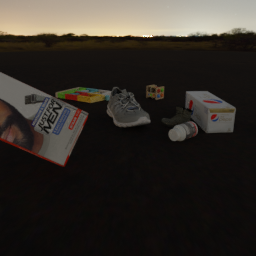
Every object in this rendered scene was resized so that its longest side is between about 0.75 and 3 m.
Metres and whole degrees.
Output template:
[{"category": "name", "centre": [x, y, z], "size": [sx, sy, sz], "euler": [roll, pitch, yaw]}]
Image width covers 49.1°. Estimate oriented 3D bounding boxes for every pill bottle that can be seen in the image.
[{"category": "pill bottle", "centre": [1.490, 0.104, 7.624], "size": [0.805, 0.446, 0.446], "euler": [-15, 24, -39]}]

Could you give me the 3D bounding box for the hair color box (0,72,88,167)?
[{"category": "hair color box", "centre": [-2.088, -0.184, 5.828], "size": [2.205, 1.223, 0.705], "euler": [24, -15, -6]}]

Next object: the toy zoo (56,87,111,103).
[{"category": "toy zoo", "centre": [-1.821, -1.490, 12.574], "size": [2.408, 0.246, 1.580], "euler": [11, 22, 31]}]

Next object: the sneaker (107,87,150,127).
[{"category": "sneaker", "centre": [-0.122, -0.711, 9.080], "size": [0.947, 1.039, 2.534], "euler": [-9, 21, -25]}]

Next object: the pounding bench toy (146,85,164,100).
[{"category": "pounding bench toy", "centre": [1.345, -1.626, 12.536], "size": [0.862, 0.536, 0.673], "euler": [-18, 26, -41]}]

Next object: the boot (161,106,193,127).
[{"category": "boot", "centre": [1.507, -0.366, 8.581], "size": [0.370, 0.715, 1.094], "euler": [-18, 26, -42]}]

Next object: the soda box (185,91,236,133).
[{"category": "soda box", "centre": [2.587, -0.601, 9.170], "size": [0.834, 0.780, 2.449], "euler": [-1, 20, -4]}]
